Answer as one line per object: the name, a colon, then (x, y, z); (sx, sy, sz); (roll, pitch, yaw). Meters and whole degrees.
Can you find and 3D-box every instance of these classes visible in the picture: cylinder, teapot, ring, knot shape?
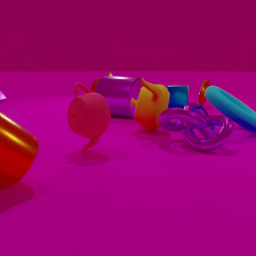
cylinder: (-1.904, 0.259, 3.897); (0.923, 0.923, 0.923); (15, -23, 49)
teapot: (-0.832, -0.197, 5.595); (0.748, 1.527, 0.950); (1, -20, -43)
ring: (2.821, -0.515, 7.429); (1.796, 0.359, 1.796); (28, 23, -13)
cylinder: (-0.252, -1.063, 9.612); (1.361, 1.361, 1.361); (7, 14, 26)
ring: (3.304, -1.527, 12.116); (0.235, 1.173, 1.173); (18, 19, 23)
knot shape: (1.605, -0.098, 6.411); (1.627, 0.752, 1.522); (21, 21, 25)
teapot: (-1.099, -1.722, 12.228); (1.141, 1.835, 0.899); (33, 2, -32)
teapot: (0.554, -0.612, 7.431); (0.981, 1.246, 2.003); (13, -30, 5)

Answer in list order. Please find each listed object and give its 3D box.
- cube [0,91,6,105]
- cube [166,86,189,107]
cube: (-4.995, -1.025, 9.584); (0.917, 0.917, 0.917); (-35, 5, 21)
cube: (2.052, -1.327, 11.767); (0.844, 0.844, 0.844); (-1, 6, 2)
